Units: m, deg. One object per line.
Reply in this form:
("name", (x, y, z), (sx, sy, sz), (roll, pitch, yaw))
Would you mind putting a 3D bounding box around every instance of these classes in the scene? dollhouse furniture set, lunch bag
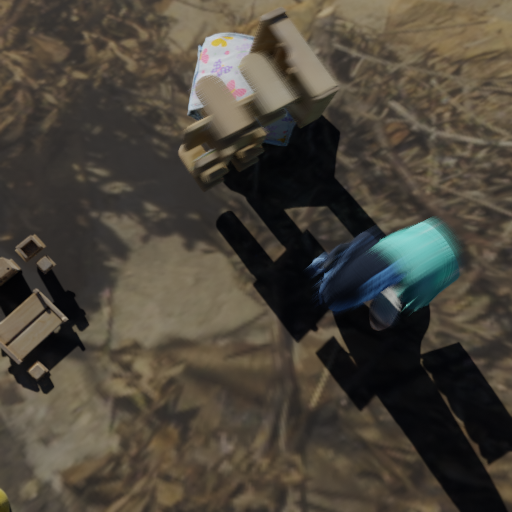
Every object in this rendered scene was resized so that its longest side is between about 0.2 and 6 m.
("dollhouse furniture set", (-0.233, -2.728, 9.535), (2.594, 2.273, 1.723), (-32, 85, -19))
("lunch bag", (-0.209, -3.278, 10.976), (2.058, 1.308, 1.745), (9, 70, -8))
("dollhouse furniture set", (-3.889, 0.892, 9.919), (1.659, 0.950, 1.945), (-43, 99, -14))

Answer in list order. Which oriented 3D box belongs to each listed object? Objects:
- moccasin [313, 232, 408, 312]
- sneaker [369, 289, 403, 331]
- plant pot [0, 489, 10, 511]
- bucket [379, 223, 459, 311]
("moccasin", (1.586, 0.180, 8.772), (1.117, 2.775, 0.946), (-31, 84, -15))
("sneaker", (2.347, 0.714, 9.827), (0.541, 0.548, 1.380), (33, 57, 12))
("plant pot", (-4.296, 3.966, 8.604), (0.797, 0.566, 0.797), (0, 69, -1))
("bucket", (2.500, 0.132, 8.755), (0.815, 1.253, 1.253), (-30, 72, -6))
